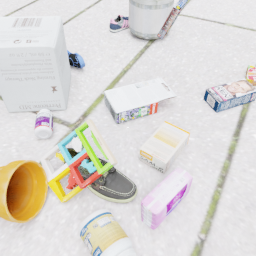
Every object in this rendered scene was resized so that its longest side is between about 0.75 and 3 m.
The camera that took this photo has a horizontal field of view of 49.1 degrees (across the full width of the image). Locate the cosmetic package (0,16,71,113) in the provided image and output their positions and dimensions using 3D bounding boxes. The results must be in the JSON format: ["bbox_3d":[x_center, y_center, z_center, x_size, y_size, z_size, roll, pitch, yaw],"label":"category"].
[{"bbox_3d":[-3.715,-2.512,11.094,2.453,2.931,2.438,-3,46,-3],"label":"cosmetic package"}]

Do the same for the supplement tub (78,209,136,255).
[{"bbox_3d":[-0.536,2.931,7.221,1.015,1.015,1.403,-27,52,-24],"label":"supplement tub"}]

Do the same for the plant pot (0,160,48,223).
[{"bbox_3d":[-3.471,1.749,8.055,1.563,1.708,1.708,0,44,22],"label":"plant pot"}]

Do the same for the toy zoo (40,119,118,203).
[{"bbox_3d":[-1.690,1.110,8.546,2.502,0.256,1.641,-39,69,13],"label":"toy zoo"}]

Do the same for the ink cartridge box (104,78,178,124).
[{"bbox_3d":[0.497,-1.157,11.395,2.650,0.667,1.444,-16,48,-16],"label":"ink cartridge box"}]

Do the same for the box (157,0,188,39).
[{"bbox_3d":[1.311,-3.238,8.250,0.223,1.117,0.765,35,57,-1],"label":"box"}]

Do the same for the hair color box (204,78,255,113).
[{"bbox_3d":[4.271,-1.379,11.645,1.958,0.592,0.979,-17,49,-16],"label":"hair color box"}]

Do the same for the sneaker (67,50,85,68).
[{"bbox_3d":[-2.921,-3.266,13.419,0.808,0.727,2.073,-36,49,-28],"label":"sneaker"}]

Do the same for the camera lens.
[{"bbox_3d":[1.215,-6.405,14.806,2.369,2.962,2.369,0,46,0],"label":"camera lens"}]

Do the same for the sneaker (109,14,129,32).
[{"bbox_3d":[-0.246,-6.180,16.097,0.687,0.804,1.960,35,55,29],"label":"sneaker"}]

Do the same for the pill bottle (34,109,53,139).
[{"bbox_3d":[-3.129,-0.172,10.454,0.642,0.642,1.142,-6,46,-6],"label":"pill bottle"}]

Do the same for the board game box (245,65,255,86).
[{"bbox_3d":[6.600,-2.173,12.617,2.432,0.365,1.162,17,49,12],"label":"board game box"}]

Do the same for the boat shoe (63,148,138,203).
[{"bbox_3d":[-0.961,1.418,8.741,2.718,0.893,0.971,23,53,23],"label":"boat shoe"}]

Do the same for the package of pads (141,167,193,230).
[{"bbox_3d":[1.097,2.010,8.086,0.650,1.035,1.717,36,56,29],"label":"package of pads"}]

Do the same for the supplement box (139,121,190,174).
[{"bbox_3d":[1.268,0.633,9.691,1.062,0.619,1.685,29,53,25],"label":"supplement box"}]
